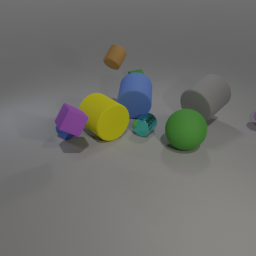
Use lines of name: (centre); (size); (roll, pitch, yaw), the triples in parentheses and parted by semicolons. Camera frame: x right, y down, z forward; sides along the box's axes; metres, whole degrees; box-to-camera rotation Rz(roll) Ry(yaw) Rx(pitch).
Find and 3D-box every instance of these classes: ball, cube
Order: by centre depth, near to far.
cube: (-1.765, -0.256, 8.726); (0.700, 0.700, 0.700); (24, 9, -33)
ball: (1.964, 0.047, 9.512); (1.400, 1.400, 1.400); (0, 29, 0)

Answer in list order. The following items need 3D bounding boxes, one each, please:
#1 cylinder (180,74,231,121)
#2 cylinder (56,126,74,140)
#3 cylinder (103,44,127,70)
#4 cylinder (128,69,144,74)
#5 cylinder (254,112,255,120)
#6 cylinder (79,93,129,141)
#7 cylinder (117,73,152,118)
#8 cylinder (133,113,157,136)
cylinder: (2.976, -1.150, 10.760); (1.400, 1.400, 1.400); (26, 51, 38)
cylinder: (-2.174, -0.048, 10.304); (0.700, 0.700, 0.700); (12, 41, 21)
cylinder: (-0.504, -2.763, 10.930); (0.700, 0.700, 0.700); (17, 72, 28)
cylinder: (0.433, -2.800, 15.293); (0.700, 0.700, 0.700); (-14, 32, -18)
cylinder: (5.273, -0.326, 10.640); (0.700, 0.700, 0.700); (-32, 33, 24)
cylinder: (-0.908, -0.431, 10.363); (1.400, 1.400, 1.400); (-20, 35, -32)
cylinder: (0.299, -1.373, 11.726); (1.400, 1.400, 1.400); (2, 41, 4)
cylinder: (0.642, -0.134, 10.539); (0.700, 0.700, 0.700); (17, 32, 27)
